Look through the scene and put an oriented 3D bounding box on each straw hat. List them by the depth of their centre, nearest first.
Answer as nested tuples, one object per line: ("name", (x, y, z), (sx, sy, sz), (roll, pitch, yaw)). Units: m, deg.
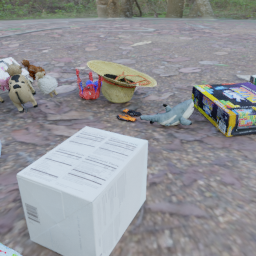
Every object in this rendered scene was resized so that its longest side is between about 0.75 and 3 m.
("straw hat", (-0.386, -1.679, 11.387), (2.892, 1.224, 2.892), (14, 25, -7))

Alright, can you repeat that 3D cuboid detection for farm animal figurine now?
("farm animal figurine", (-4.326, -1.673, 10.567), (2.683, 1.399, 2.653), (-35, 52, -14))

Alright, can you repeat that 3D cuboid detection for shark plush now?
("shark plush", (1.337, -0.498, 9.577), (1.844, 0.768, 0.838), (-5, 16, 4))

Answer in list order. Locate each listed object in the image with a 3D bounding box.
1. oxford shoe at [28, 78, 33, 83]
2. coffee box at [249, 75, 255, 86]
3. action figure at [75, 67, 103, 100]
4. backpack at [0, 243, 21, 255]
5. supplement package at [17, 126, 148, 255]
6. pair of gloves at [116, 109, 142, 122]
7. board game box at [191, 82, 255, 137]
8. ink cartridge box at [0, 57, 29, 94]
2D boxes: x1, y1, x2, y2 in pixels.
("oxford shoe", (-5.278, -2.354, 13.832), (1.170, 0.440, 0.338), (10, 68, 3))
("coffee box", (5.576, -1.613, 11.700), (0.316, 0.884, 1.438), (-5, 29, -13))
("action figure", (-1.615, -2.227, 12.402), (0.972, 1.474, 2.979), (0, 29, 2))
("backpack", (-1.777, 2.292, 3.655), (0.924, 1.151, 1.258), (24, 26, 0))
("supplement package", (-0.711, 1.165, 5.371), (1.523, 1.534, 2.021), (13, 29, 24))
("pair of gloves", (0.051, -0.454, 10.221), (0.772, 0.107, 0.867), (16, 31, 23))
("board game box", (4.001, -0.798, 10.102), (2.464, 0.845, 2.981), (-6, 27, -9))
("ink cartridge box", (-5.730, -2.371, 12.733), (1.384, 0.803, 1.875), (41, 42, 12))
